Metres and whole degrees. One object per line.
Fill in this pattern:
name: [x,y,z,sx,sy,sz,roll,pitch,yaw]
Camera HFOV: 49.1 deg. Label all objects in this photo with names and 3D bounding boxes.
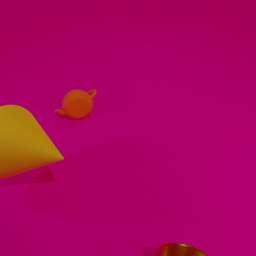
cylinder: [0.819,2.539,4.437,0.999,0.999,0.999,13,44,14]
teapot: [-1.542,-0.719,8.223,1.410,0.877,0.691,-30,38,0]
cone: [-1.911,0.441,5.693,1.618,1.612,1.612,12,42,30]
